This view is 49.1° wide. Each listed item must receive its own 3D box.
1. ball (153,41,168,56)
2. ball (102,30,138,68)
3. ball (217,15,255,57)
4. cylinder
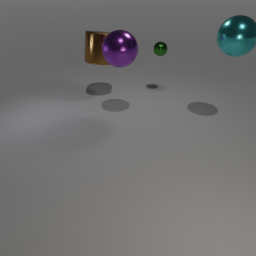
[{"bbox_3d":[1.583,-3.858,13.669,0.700,0.700,0.700,0,28,0],"label":"ball"},{"bbox_3d":[-0.305,-3.038,10.769,1.400,1.400,1.400,0,28,0],"label":"ball"},{"bbox_3d":[3.856,-3.228,9.869,1.400,1.400,1.400,0,28,0],"label":"ball"},{"bbox_3d":[-1.334,-3.787,13.203,1.400,1.400,1.400,5,22,-2],"label":"cylinder"}]
